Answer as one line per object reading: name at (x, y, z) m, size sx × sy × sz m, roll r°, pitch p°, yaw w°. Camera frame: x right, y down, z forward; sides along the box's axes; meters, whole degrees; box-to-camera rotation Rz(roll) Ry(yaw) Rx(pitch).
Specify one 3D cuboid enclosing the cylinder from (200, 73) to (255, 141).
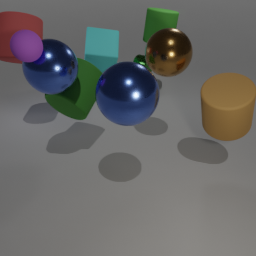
cylinder at (2.786, -0.584, 7.882) m, size 1.400 × 1.400 × 1.400 m, roll -9°, pitch 50°, yaw 10°

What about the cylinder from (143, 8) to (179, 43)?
cylinder at (1.445, -4.506, 12.461) m, size 1.400 × 1.400 × 1.400 m, roll 6°, pitch 28°, yaw -3°

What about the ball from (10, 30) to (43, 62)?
ball at (-2.269, -1.832, 6.275) m, size 0.700 × 0.700 × 0.700 m, roll 0°, pitch 30°, yaw 0°

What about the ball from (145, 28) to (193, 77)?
ball at (1.193, -2.211, 8.257) m, size 1.400 × 1.400 × 1.400 m, roll 0°, pitch 30°, yaw 0°

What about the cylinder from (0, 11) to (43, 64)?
cylinder at (-3.529, -2.895, 9.187) m, size 1.400 × 1.400 × 1.400 m, roll 3°, pitch 5°, yaw 0°

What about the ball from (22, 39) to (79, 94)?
ball at (-1.987, -1.571, 7.230) m, size 1.400 × 1.400 × 1.400 m, roll 0°, pitch 30°, yaw 0°

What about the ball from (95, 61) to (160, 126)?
ball at (-0.012, -0.741, 6.131) m, size 1.400 × 1.400 × 1.400 m, roll 0°, pitch 30°, yaw 0°

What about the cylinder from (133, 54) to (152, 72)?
cylinder at (0.698, -2.825, 12.317) m, size 0.700 × 0.700 × 0.700 m, roll 25°, pitch 38°, yaw 36°

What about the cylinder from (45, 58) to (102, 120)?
cylinder at (-1.606, -1.189, 8.649) m, size 1.400 × 1.400 × 1.400 m, roll 15°, pitch 66°, yaw 25°

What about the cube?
cube at (-1.199, -3.419, 12.469) m, size 1.400 × 1.400 × 1.400 m, roll 4°, pitch 71°, yaw -9°
